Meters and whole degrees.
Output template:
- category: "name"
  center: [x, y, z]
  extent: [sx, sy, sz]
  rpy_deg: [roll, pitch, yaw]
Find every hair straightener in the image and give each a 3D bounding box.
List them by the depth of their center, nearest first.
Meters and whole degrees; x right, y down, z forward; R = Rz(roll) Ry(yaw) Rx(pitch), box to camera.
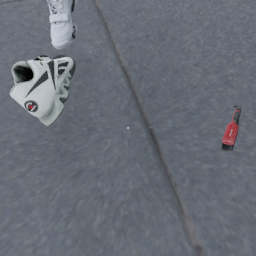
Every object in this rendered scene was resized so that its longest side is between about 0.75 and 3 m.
- category: "hair straightener"
  center: [1.658, 0.008, 4.488]
  extent: [0.205, 0.386, 1.003]
  rpy_deg: [10, 48, 19]

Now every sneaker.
- category: "sneaker"
  center: [-1.831, -1.176, 6.017]
  extent: [1.119, 0.937, 2.528]
  rpy_deg: [34, 23, -26]
- category: "sneaker"
  center: [-1.818, -3.047, 7.114]
  extent: [0.731, 1.118, 1.946]
  rpy_deg: [-3, 71, 16]
